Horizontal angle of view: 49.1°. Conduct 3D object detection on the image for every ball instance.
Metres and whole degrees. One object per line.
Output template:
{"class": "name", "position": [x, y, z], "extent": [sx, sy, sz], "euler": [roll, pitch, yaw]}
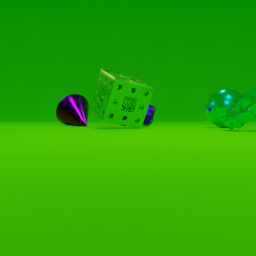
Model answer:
{"class": "ball", "position": [2.991, -0.600, 8.521], "extent": [1.210, 1.210, 1.210], "euler": [0, 1, 0]}

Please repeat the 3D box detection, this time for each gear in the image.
{"class": "gear", "position": [2.475, -0.467, 5.705], "extent": [1.202, 0.222, 1.202], "euler": [-44, 4, 4]}
{"class": "gear", "position": [-0.066, -0.648, 9.940], "extent": [1.956, 0.362, 1.956], "euler": [8, 26, -4]}

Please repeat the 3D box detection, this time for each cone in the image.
{"class": "cone", "position": [-1.899, -0.402, 10.948], "extent": [1.428, 1.428, 1.434], "euler": [-1, 28, -34]}

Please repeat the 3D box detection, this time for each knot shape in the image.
{"class": "knot shape", "position": [0.755, -0.699, 12.139], "extent": [0.505, 1.022, 1.092], "euler": [-11, 28, 41]}

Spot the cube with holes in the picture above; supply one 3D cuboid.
{"class": "cube with holes", "position": [-0.189, -0.808, 7.565], "extent": [1.134, 1.134, 1.134], "euler": [9, 18, -28]}
